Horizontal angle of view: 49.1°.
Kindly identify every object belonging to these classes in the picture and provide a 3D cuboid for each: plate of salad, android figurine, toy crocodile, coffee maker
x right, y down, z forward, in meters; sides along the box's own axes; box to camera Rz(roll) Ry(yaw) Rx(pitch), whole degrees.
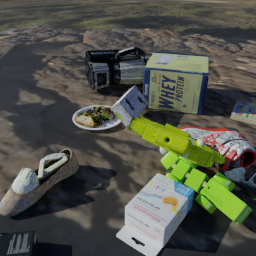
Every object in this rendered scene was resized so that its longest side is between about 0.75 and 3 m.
[{"bbox_3d":[-1.209,-0.545,11.318,2.055,0.494,2.055,0,31,0],"label":"plate of salad"},{"bbox_3d":[1.322,0.339,7.561,2.596,0.533,2.363,24,7,12],"label":"android figurine"},{"bbox_3d":[1.984,1.520,7.688,2.901,0.896,0.979,33,86,40],"label":"toy crocodile"},{"bbox_3d":[-0.669,-3.051,14.337,2.935,1.977,2.819,-6,15,-12],"label":"coffee maker"}]

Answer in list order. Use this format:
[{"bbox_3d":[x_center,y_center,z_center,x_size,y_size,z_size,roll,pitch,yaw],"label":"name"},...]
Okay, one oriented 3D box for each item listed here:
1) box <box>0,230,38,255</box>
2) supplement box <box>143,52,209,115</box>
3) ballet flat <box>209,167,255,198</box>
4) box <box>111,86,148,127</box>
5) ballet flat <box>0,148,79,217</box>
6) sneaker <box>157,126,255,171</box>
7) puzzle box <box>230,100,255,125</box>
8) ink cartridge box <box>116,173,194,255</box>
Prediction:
[{"bbox_3d":[-2.421,2.801,5.915,0.822,0.459,1.165,-1,32,-8],"label":"box"},{"bbox_3d":[2.185,-2.125,12.628,2.656,1.783,2.653,7,32,12],"label":"supplement box"},{"bbox_3d":[3.308,1.500,7.790,2.006,0.686,0.682,18,17,25],"label":"ballet flat"},{"bbox_3d":[0.104,-0.896,11.151,0.505,0.979,1.678,-31,15,36],"label":"box"},{"bbox_3d":[-2.502,1.348,7.864,0.899,0.888,2.640,20,37,29],"label":"ballet flat"},{"bbox_3d":[2.513,0.715,8.784,2.965,0.990,1.589,-4,30,-10],"label":"sneaker"},{"bbox_3d":[5.014,-0.686,11.814,1.074,0.205,1.614,15,34,22],"label":"puzzle box"},{"bbox_3d":[0.696,2.070,6.908,1.122,0.661,1.948,21,37,30],"label":"ink cartridge box"}]
